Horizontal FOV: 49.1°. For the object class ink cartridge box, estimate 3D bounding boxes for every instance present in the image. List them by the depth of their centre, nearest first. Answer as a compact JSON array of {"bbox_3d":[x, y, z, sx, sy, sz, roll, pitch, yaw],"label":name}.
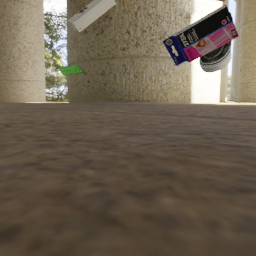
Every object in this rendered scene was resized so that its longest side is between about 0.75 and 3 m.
[{"bbox_3d":[1.936,-2.418,7.558,1.841,0.872,0.341,-25,27,24],"label":"ink cartridge box"}]

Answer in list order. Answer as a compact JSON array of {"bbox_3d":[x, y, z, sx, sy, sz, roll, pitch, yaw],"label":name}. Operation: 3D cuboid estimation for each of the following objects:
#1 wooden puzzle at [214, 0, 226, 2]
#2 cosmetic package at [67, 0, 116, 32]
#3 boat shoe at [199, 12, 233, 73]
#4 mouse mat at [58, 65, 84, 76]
[{"bbox_3d":[1.142,-3.389,5.677,2.918,0.341,1.969,22,-20,35],"label":"wooden puzzle"},{"bbox_3d":[-1.412,-4.357,10.587,1.725,0.446,1.301,-39,33,-2],"label":"cosmetic package"},{"bbox_3d":[2.868,-2.881,9.140,1.002,0.986,2.780,-1,44,30],"label":"boat shoe"},{"bbox_3d":[-2.221,-2.261,10.900,0.879,0.033,0.707,-17,44,-28],"label":"mouse mat"}]
